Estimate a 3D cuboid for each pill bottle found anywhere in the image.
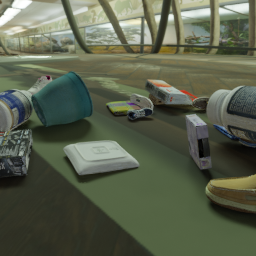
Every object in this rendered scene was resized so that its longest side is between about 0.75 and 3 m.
[{"bbox_3d":[-4.845,-0.744,11.399,1.500,1.500,2.703,2,19,7],"label":"pill bottle"},{"bbox_3d":[4.089,-0.467,9.054,1.737,1.737,2.906,-12,19,-30],"label":"pill bottle"}]

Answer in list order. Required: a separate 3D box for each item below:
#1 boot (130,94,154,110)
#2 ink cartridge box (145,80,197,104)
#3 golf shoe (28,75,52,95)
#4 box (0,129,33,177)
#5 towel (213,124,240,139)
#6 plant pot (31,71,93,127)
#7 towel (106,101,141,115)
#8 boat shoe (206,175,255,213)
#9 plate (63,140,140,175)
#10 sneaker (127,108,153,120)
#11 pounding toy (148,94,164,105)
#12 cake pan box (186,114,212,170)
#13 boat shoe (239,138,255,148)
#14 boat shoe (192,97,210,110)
[{"bbox_3d":[0.917,-1.304,14.414,0.801,0.645,1.774,8,21,-39],"label":"boot"},{"bbox_3d":[2.656,-1.969,15.215,2.802,0.703,2.273,-5,29,-27],"label":"ink cartridge box"},{"bbox_3d":[-5.448,-2.561,17.200,0.946,1.150,2.512,6,22,15],"label":"golf shoe"},{"bbox_3d":[-3.966,0.735,8.529,1.862,0.587,2.361,-5,20,-14],"label":"box"},{"bbox_3d":[4.701,0.027,11.098,2.127,0.253,1.562,-4,19,-9],"label":"towel"},{"bbox_3d":[-2.857,-1.054,11.812,1.982,2.109,2.109,-29,31,-26],"label":"plant pot"},{"bbox_3d":[-0.263,-1.030,14.177,1.450,0.230,2.019,-6,19,-16],"label":"towel"},{"bbox_3d":[3.143,1.288,6.295,2.671,1.017,0.957,3,19,7],"label":"boat shoe"},{"bbox_3d":[-0.857,0.789,8.624,1.898,0.307,1.894,-4,19,-26],"label":"plate"},{"bbox_3d":[0.525,-0.638,12.712,1.198,0.420,0.650,-4,14,9],"label":"sneaker"},{"bbox_3d":[1.770,-1.495,15.211,0.911,0.474,1.037,-9,30,-37],"label":"pounding toy"},{"bbox_3d":[2.065,0.373,8.286,0.373,1.315,1.428,-11,14,3],"label":"cake pan box"},{"bbox_3d":[4.873,0.207,9.821,2.042,0.739,0.738,-4,20,-12],"label":"boat shoe"},{"bbox_3d":[4.133,-1.174,13.996,1.789,0.643,0.533,4,16,-6],"label":"boat shoe"}]
